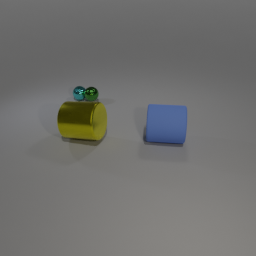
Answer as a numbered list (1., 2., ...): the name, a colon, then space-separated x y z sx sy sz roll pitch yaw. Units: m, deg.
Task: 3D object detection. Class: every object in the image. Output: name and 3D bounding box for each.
1. cylinder: -1.666 -0.284 10.407 1.400 1.400 1.400 3 29 19
2. ball: -1.765 -1.649 13.544 0.700 0.700 0.700 0 29 0
3. ball: -2.393 -1.737 13.915 0.700 0.700 0.700 0 29 0
4. cylinder: 1.417 -0.158 10.383 1.400 1.400 1.400 3 30 7
